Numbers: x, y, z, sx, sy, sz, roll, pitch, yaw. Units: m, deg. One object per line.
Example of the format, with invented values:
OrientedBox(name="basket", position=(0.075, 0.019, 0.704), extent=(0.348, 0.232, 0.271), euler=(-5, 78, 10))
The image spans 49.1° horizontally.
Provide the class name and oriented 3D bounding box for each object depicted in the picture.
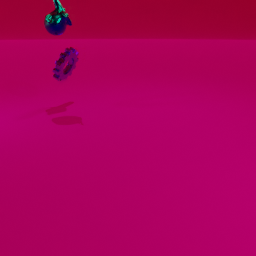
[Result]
OrientedBox(name="monkey head", position=(-2.000, -3.002, 7.664), extent=(0.731, 0.873, 1.213), euler=(-28, 9, -5))
OrientedBox(name="gear", position=(-2.052, -2.094, 9.286), extent=(0.217, 1.174, 1.174), euler=(31, 25, 6))
